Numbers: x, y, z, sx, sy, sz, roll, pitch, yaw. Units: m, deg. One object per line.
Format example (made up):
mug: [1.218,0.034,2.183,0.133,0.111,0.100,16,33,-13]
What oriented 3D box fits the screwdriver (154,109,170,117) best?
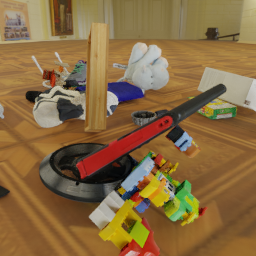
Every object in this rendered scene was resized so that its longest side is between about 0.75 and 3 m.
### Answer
screwdriver: [1.734,-0.659,10.530,1.909,0.278,0.266,-15,2,-36]

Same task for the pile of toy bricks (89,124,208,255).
pile of toy bricks: [0.770,1.111,5.035,1.478,1.661,2.994,45,20,5]

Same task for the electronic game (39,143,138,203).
electronic game: [-0.799,0.923,6.297,2.296,0.478,2.296,6,21,-2]

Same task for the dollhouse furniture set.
dollhouse furniture set: [-3.069,-1.955,11.501,0.840,1.631,1.614,11,17,-22]

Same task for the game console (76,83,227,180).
game console: [0.532,0.045,5.662,2.546,0.447,2.879,-29,0,38]

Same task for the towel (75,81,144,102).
towel: [-0.801,-1.449,12.155,2.523,0.625,1.863,-12,28,-28]

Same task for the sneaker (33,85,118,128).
sneaker: [-1.989,-1.006,10.178,2.935,1.171,1.910,-18,35,-16]

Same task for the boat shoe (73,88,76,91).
boat shoe: [-2.481,-1.717,13.184,0.321,0.294,0.858,10,24,23]

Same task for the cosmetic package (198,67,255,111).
cosmetic package: [4.279,-1.540,11.178,1.529,1.099,2.709,10,14,-30]

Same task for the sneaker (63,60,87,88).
sneaker: [-2.527,-2.691,13.769,1.091,1.283,2.931,-3,12,8]

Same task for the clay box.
clay box: [3.146,-0.841,10.793,1.054,0.437,1.834,-7,21,-18]

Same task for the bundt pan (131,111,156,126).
bundt pan: [0.537,-0.315,9.635,0.873,0.328,0.873,-1,21,0]

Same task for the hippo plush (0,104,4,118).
hippo plush: [-4.885,-0.751,9.732,1.326,1.057,1.067,-14,7,15]

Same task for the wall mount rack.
wall mount rack: [-3.624,-3.093,15.098,2.555,1.097,2.941,26,30,21]

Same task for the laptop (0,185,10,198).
laptop: [-3.556,1.018,5.565,1.698,0.877,1.505,15,27,32]

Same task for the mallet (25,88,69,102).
mallet: [-3.648,-1.602,12.839,0.786,0.491,2.388,4,17,21]

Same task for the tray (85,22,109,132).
tray: [-0.937,-1.383,8.310,0.545,2.941,1.451,1,-3,-13]

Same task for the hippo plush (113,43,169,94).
hippo plush: [0.786,-2.852,13.400,2.828,2.253,2.274,-3,21,-9]
